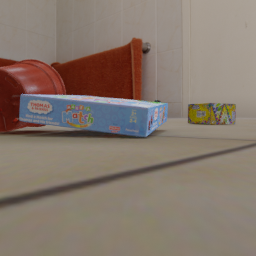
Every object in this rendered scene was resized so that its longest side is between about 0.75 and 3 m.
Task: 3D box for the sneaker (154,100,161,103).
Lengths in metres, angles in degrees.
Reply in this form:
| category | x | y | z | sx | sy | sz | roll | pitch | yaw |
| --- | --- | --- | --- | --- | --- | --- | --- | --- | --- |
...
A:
| category | x | y | z | sx | sy | sz | roll | pitch | yaw |
| --- | --- | --- | --- | --- | --- | --- | --- | --- | --- |
| sneaker | 1.225 | -0.703 | 11.453 | 0.354 | 0.940 | 0.372 | -10 | 19 | -20 |

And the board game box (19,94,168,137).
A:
| category | x | y | z | sx | sy | sz | roll | pitch | yaw |
| --- | --- | --- | --- | --- | --- | --- | --- | --- | --- |
| board game box | -0.419 | -0.358 | 5.882 | 2.222 | 0.537 | 2.937 | 7 | 8 | 13 |

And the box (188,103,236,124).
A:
| category | x | y | z | sx | sy | sz | roll | pitch | yaw |
| --- | --- | --- | --- | --- | --- | --- | --- | --- | --- |
| box | 3.463 | -0.583 | 11.665 | 1.351 | 0.855 | 1.402 | 0 | 2 | -27 |

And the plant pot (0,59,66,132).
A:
| category | x | y | z | sx | sy | sz | roll | pitch | yaw |
| --- | --- | --- | --- | --- | --- | --- | --- | --- | --- |
| plant pot | -2.320 | -0.639 | 5.867 | 1.609 | 1.609 | 1.565 | 0 | 12 | 5 |
